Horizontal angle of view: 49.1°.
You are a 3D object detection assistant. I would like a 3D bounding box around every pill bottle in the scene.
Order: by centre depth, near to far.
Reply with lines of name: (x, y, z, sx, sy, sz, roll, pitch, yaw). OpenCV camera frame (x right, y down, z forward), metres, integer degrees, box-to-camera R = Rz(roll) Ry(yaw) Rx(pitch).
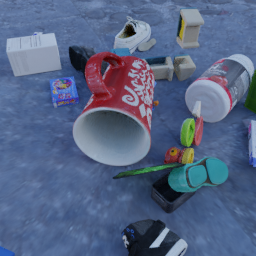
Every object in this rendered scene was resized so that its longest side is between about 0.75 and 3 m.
pill bottle: (3.054, -1.390, 8.990, 1.401, 1.401, 2.530, 29, 51, 27)

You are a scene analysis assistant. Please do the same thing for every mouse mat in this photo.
mouse mat: (0.469, 0.934, 6.327, 1.494, 1.857, 0.070, -11, 85, 2)

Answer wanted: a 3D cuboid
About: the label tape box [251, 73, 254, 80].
label tape box: (4.394, -1.636, 9.854, 0.765, 0.551, 0.242, 11, 47, 12)

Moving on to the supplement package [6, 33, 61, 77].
supplement package: (-3.550, -2.802, 10.671, 1.770, 1.073, 1.060, -11, 45, -11)

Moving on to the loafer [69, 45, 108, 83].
loafer: (-1.209, -2.308, 10.244, 1.042, 1.049, 2.882, -18, 48, -24)

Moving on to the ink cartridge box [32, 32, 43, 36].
ink cartridge box: (-4.163, -4.112, 12.700, 0.388, 0.152, 0.819, 5, 47, 6)

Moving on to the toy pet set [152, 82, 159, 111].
toy pet set: (0.581, -1.249, 9.422, 1.114, 0.592, 1.040, 20, 48, 19)

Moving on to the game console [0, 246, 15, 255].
game console: (-2.842, 2.763, 5.653, 0.802, 0.475, 0.685, 16, 77, 16)

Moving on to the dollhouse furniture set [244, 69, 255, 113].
dollhouse furniture set: (5.349, -0.843, 8.395, 1.864, 1.428, 2.845, -27, 50, -25)

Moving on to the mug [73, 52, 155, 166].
mug: (-0.102, -0.879, 7.698, 1.949, 2.593, 2.921, 14, 42, 1)

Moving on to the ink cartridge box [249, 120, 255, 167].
ink cartridge box: (3.932, 0.569, 7.703, 1.102, 0.388, 1.847, 12, 42, 12)

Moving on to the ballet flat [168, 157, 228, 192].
ballet flat: (1.636, 1.085, 6.654, 0.746, 0.714, 2.120, -15, -11, 40)

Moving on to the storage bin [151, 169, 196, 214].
storage bin: (1.112, 1.461, 6.716, 1.008, 0.473, 0.681, -30, 52, -26)

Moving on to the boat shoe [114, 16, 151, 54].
boat shoe: (0.198, -4.209, 12.039, 1.033, 1.192, 2.797, 22, 48, 21)

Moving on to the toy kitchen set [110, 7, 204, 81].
toy kitchen set: (0.866, -3.034, 9.994, 2.930, 2.348, 1.726, -7, 45, -7)

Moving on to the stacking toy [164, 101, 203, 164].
stacking toy: (1.450, 0.157, 7.423, 0.687, 1.472, 1.626, 9, 45, 26)

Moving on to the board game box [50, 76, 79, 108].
board game box: (-2.202, -1.257, 9.647, 0.856, 0.285, 1.273, -10, 45, -11)

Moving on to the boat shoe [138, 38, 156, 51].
boat shoe: (0.788, -3.545, 12.089, 0.974, 0.354, 0.305, -35, 11, -24)

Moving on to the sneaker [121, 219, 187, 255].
sneaker: (0.076, 2.596, 5.426, 2.081, 0.760, 1.164, -27, 46, -36)
